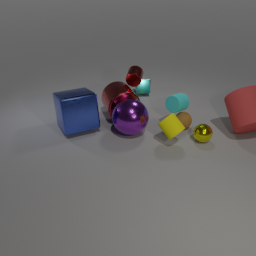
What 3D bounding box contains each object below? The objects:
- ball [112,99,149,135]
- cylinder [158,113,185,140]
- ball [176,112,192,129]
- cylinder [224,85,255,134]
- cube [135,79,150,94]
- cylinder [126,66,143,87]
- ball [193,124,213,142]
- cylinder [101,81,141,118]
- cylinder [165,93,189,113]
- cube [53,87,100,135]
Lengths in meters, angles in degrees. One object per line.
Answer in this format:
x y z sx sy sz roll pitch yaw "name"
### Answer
0.096 -0.417 10.720 1.400 1.400 1.400 0 29 0 "ball"
1.549 -0.059 10.010 0.700 0.700 0.700 -32 83 -43 "cylinder"
2.217 -0.308 11.271 0.700 0.700 0.700 0 29 0 "ball"
4.503 -0.667 10.517 1.400 1.400 1.400 -7 72 -11 "cylinder"
0.747 -2.145 14.365 0.700 0.700 0.700 -3 11 -5 "cube"
0.294 -2.302 12.457 0.700 0.700 0.700 5 43 9 "cylinder"
2.776 0.187 10.381 0.700 0.700 0.700 0 29 0 "ball"
-0.311 -1.115 11.967 1.400 1.400 1.400 -9 30 -15 "cylinder"
1.956 -0.993 11.087 0.700 0.700 0.700 25 29 37 "cylinder"
-2.037 -0.705 11.040 1.400 1.400 1.400 -14 23 -22 "cube"
